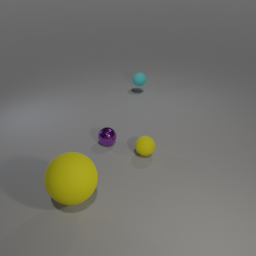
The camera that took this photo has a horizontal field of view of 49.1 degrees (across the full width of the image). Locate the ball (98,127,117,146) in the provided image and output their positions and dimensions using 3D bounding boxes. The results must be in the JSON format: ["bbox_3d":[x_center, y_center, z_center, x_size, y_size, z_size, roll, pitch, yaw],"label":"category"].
[{"bbox_3d":[-0.782,0.314,10.557,0.700,0.700,0.700,0,31,0],"label":"ball"}]

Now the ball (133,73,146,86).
[{"bbox_3d":[0.588,-2.494,14.427,0.700,0.700,0.700,0,31,0],"label":"ball"}]

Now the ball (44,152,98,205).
[{"bbox_3d":[-1.522,1.345,7.528,1.400,1.400,1.400,0,31,0],"label":"ball"}]

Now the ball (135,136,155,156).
[{"bbox_3d":[0.602,0.628,9.912,0.700,0.700,0.700,0,31,0],"label":"ball"}]
